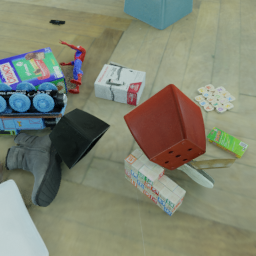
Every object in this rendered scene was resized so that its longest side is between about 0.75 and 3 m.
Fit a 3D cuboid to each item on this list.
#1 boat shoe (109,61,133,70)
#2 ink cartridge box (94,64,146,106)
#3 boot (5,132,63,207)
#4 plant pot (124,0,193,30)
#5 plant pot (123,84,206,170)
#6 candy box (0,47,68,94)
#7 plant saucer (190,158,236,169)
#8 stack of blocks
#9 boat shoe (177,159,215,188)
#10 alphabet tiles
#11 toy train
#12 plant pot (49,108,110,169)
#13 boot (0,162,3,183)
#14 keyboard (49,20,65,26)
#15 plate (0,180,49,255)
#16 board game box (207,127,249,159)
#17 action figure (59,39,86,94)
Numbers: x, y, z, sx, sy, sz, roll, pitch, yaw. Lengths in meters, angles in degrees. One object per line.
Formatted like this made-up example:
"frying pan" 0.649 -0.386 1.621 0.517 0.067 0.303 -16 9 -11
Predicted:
"boat shoe" -0.138 -2.445 12.348 1.603 0.583 0.503 23 97 12
"ink cartridge box" -0.315 -1.790 11.497 1.821 0.755 1.337 13 53 10
"boot" -3.091 1.288 9.014 1.821 0.965 2.765 -2 42 6
"plant pot" 1.730 -7.584 14.872 2.899 2.953 2.891 37 59 26
"plant pot" 1.248 0.166 8.266 1.850 1.851 1.632 -34 51 26
"candy box" -4.137 -2.075 11.566 2.640 1.017 2.232 -21 54 -15
"plant saucer" 2.414 1.034 7.964 1.270 1.270 0.225 -3 79 -3
"stack of blocks" 0.773 1.626 8.463 1.922 1.107 0.563 37 59 26
"boat shoe" 2.085 1.266 9.073 1.755 0.627 0.525 34 63 29
"alphabet tiles" 3.563 -1.217 11.455 1.489 0.111 1.522 -22 54 -17
"toy train" -3.626 -0.654 9.938 2.983 1.704 1.293 -1 35 -3
"plant pot" -1.632 0.206 8.933 1.247 1.406 1.403 41 28 2
"boot" -5.094 1.207 9.105 1.980 0.636 1.845 -19 66 -11
"keyboard" -3.851 -5.697 15.170 0.857 0.088 0.544 8 45 7
"plate" -3.943 3.164 7.619 2.809 0.454 2.803 -28 57 -21
"board game box" 3.526 0.501 9.993 1.344 0.202 0.642 34 57 22
"action figure" -2.537 -2.804 12.160 1.351 0.891 2.731 14 49 -14
